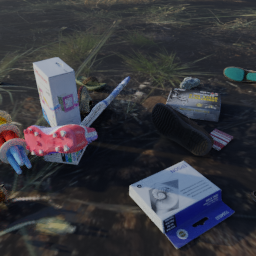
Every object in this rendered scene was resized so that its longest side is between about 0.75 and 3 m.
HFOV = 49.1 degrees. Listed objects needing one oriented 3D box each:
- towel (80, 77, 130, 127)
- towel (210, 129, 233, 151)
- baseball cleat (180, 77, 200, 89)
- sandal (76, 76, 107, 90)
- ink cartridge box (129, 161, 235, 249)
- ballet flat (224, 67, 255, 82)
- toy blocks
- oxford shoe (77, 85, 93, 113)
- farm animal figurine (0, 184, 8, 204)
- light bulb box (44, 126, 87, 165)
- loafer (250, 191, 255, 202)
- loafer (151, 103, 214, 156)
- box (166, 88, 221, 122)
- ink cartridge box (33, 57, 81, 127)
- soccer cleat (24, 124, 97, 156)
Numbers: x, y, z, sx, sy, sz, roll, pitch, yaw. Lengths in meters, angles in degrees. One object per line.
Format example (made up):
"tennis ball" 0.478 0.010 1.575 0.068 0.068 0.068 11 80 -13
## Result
"towel" -0.907 -0.865 10.339 0.308 1.903 2.591 42 36 -6
"towel" 3.109 0.407 9.736 0.711 0.112 0.987 29 44 34
"baseball cleat" 2.826 -2.127 13.438 1.383 0.482 0.736 -14 28 -38
"sandal" -1.853 -2.255 13.474 1.889 0.539 0.750 23 39 31
"ink cartridge box" 1.366 1.820 7.245 1.992 0.405 1.996 -19 37 -27
"ballet flat" 5.860 -2.621 14.082 2.077 0.707 0.698 17 15 16
"toy blocks" -4.249 0.672 8.537 2.176 0.948 2.611 -24 45 -28
"oxford shoe" -1.827 -1.168 11.817 0.718 0.676 1.920 13 37 -9
"farm animal figurine" -3.622 1.944 6.975 1.196 0.601 0.966 -16 17 -18
"light bulb box" -1.986 0.532 8.984 1.107 0.691 1.097 6 33 9
"loafer" 3.689 1.836 7.296 0.911 0.323 0.333 18 37 25
"loafer" 1.845 0.045 9.615 0.928 0.954 2.614 -2 37 -49
"box" 2.703 -1.003 11.546 2.100 0.508 1.663 9 33 15
"ink cartridge box" -2.541 -1.161 10.116 0.979 2.313 1.672 -19 37 -27
"soccer cleat" -1.984 0.295 7.793 2.630 0.877 1.005 -4 5 44
